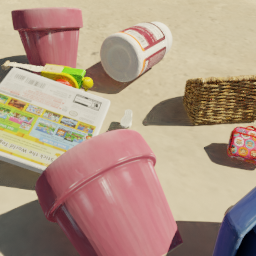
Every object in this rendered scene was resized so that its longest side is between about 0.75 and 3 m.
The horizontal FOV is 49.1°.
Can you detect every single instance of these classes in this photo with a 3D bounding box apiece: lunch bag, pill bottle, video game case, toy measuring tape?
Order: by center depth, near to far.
[{"bbox_3d":[-2.073,-0.166,6.802,2.755,0.315,2.508,19,52,-2],"label":"video game case"},{"bbox_3d":[3.056,0.384,6.969,1.039,0.426,0.915,14,73,9],"label":"lunch bag"},{"bbox_3d":[-2.475,-1.460,8.771,2.802,1.031,1.031,8,43,2],"label":"toy measuring tape"},{"bbox_3d":[0.405,-2.776,9.758,1.569,1.569,2.749,22,38,23],"label":"pill bottle"}]

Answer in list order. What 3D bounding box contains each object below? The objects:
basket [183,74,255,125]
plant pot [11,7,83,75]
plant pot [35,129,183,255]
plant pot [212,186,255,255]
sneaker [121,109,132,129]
[{"bbox_3d":[2.757,-1.174,8.109,2.121,1.580,1.514,-4,41,-3],"label":"basket"},{"bbox_3d":[-2.571,-2.865,9.363,2.248,2.012,2.248,-2,20,1],"label":"plant pot"},{"bbox_3d":[-0.199,1.472,4.928,2.254,2.254,2.017,-22,65,-22],"label":"plant pot"},{"bbox_3d":[2.668,1.935,3.993,2.469,2.469,2.220,-29,45,-24],"label":"plant pot"},{"bbox_3d":[-0.024,-0.113,7.690,0.301,0.472,0.816,7,34,9],"label":"sneaker"}]
